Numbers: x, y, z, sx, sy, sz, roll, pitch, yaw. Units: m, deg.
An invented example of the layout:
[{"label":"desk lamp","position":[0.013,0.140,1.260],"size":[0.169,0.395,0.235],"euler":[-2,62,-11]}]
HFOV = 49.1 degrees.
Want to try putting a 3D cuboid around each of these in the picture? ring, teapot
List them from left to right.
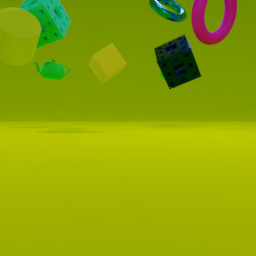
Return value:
[{"label":"teapot","position":[-2.469,-1.891,9.023],"size":[1.276,0.625,0.793],"euler":[6,2,7]},{"label":"ring","position":[1.384,-4.123,9.651],"size":[1.427,1.427,0.285],"euler":[-1,-39,-30]},{"label":"ring","position":[2.724,-3.611,8.767],"size":[1.960,1.960,0.392],"euler":[-1,20,-38]}]

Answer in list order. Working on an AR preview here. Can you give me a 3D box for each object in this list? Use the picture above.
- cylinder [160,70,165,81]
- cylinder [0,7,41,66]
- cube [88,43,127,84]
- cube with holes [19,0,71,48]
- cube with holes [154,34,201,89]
[{"label":"cylinder","position":[2.101,-2.491,12.212],"size":[0.998,0.998,0.998],"euler":[-1,11,-40]},{"label":"cylinder","position":[-3.118,-2.528,7.824],"size":[1.130,1.130,1.130],"euler":[-1,-26,-30]},{"label":"cube","position":[-0.709,-2.170,9.511],"size":[0.861,0.861,0.861],"euler":[-38,5,-17]},{"label":"cube with holes","position":[-2.651,-3.395,8.756],"size":[1.117,1.117,1.117],"euler":[-13,-46,18]},{"label":"cube with holes","position":[1.703,-2.289,9.713],"size":[1.152,1.152,1.152],"euler":[-22,36,16]}]
